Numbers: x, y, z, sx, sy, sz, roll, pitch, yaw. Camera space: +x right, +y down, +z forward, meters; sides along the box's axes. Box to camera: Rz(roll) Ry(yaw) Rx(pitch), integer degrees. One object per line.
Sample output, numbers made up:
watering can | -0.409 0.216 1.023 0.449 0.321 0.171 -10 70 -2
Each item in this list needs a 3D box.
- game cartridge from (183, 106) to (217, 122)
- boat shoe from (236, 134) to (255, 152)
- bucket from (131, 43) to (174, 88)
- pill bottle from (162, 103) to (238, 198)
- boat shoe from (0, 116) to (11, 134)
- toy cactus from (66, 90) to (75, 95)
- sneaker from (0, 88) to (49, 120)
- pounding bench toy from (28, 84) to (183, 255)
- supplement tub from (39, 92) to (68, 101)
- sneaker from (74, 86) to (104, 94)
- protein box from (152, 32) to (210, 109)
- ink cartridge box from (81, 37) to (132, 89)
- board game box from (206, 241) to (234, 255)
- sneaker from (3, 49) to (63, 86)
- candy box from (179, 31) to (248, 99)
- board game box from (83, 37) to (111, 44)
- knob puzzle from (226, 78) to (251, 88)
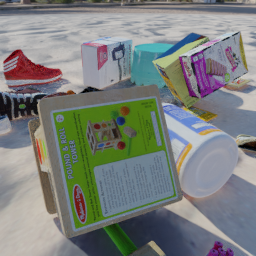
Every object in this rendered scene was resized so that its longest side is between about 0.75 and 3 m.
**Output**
game cartridge | 2.266 -0.434 9.408 0.971 0.179 1.101 -22 32 -37
boat shoe | 3.432 0.457 7.223 1.225 0.458 0.419 2 28 26
bucket | 1.254 -2.840 12.471 2.342 1.524 2.342 1 27 0
pill bottle | 1.049 0.286 6.414 1.444 1.444 2.577 -13 29 -24
boat shoe | -4.235 -0.051 8.051 1.592 0.545 0.573 -6 28 -12
toy cactus | -0.923 -0.105 7.703 2.536 1.297 2.093 -2 36 -22
sneaker | -3.897 -0.885 9.463 2.566 0.971 1.482 -1 20 -26
pounding bench toy | -0.479 1.007 4.855 1.792 2.885 2.250 -11 -3 -24
supplement tub | -1.548 -0.101 6.622 0.741 1.385 0.741 -20 -2 -1
sneaker | -1.052 -1.082 9.782 2.083 0.811 0.730 -23 34 -37
protein box | 2.140 -1.996 9.726 1.747 1.760 1.188 -36 29 4
ink cartridge box | -0.852 -2.933 12.364 1.021 1.753 2.422 18 31 31
board game box | 1.490 2.461 3.461 1.853 0.240 1.853 22 35 38
sneaker | -4.154 -2.719 12.273 2.536 1.465 0.994 -17 31 -30
candy box | 2.701 -1.968 8.704 2.038 1.390 0.622 -30 23 -18
board game box | -1.459 -3.629 13.999 0.370 1.528 2.020 13 30 25
knob puzzle | 4.423 -2.007 12.266 1.517 0.210 1.517 0 28 0
